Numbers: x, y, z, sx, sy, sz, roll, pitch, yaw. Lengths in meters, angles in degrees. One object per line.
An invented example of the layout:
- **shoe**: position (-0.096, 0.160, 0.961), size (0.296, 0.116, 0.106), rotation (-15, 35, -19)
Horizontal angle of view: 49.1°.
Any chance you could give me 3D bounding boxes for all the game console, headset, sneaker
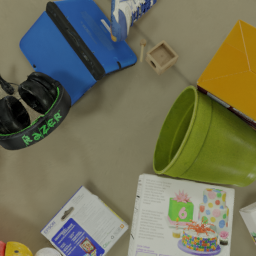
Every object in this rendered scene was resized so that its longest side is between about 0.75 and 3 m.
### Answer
- **game console**: position (-1.351, -2.053, 7.551), size (2.066, 1.432, 2.420), rotation (-29, 79, -37)
- **headset**: position (-2.416, -0.638, 6.203), size (1.764, 1.342, 2.857), rotation (-41, 38, -14)
- **sneaker**: position (0.189, -3.348, 7.302), size (1.151, 0.983, 2.610), rotation (11, 69, -4)

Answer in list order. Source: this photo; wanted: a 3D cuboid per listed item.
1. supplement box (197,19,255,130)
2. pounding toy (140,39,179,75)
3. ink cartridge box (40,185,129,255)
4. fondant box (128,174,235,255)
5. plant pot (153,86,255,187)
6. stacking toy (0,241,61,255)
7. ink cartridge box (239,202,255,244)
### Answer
- **supplement box**: position (2.788, -0.887, 6.101), size (2.101, 2.130, 1.414), rotation (35, 99, 11)
- **pounding toy**: position (0.665, -1.900, 7.404), size (0.860, 0.448, 0.979), rotation (-39, 81, -7)
- **ink cartridge box**: position (-1.010, 2.381, 6.612), size (1.483, 0.349, 1.466), rotation (42, 83, 9)
- **fondant box**: position (1.104, 2.602, 6.224), size (2.067, 0.834, 2.864), rotation (9, 80, -2)
- **plant pot**: position (1.883, 0.392, 6.311), size (1.985, 2.062, 2.062), rotation (22, 79, -7)
- **stacking toy**: position (-2.708, 3.020, 6.053), size (2.502, 1.828, 1.828), rotation (-4, 78, -19)
- **ink cartridge box**: position (3.604, 2.450, 6.368), size (1.289, 0.748, 1.781), rotation (-23, 80, -5)
